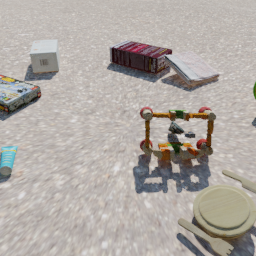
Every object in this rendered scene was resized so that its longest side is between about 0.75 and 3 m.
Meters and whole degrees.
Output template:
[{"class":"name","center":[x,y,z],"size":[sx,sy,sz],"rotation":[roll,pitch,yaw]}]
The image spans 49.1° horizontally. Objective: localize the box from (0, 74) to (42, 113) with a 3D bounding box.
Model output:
[{"class":"box","center":[-4.310,-1.250,9.789],"size":[2.093,0.417,1.433],"rotation":[19,39,25]}]

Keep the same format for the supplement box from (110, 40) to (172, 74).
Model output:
[{"class":"supplement box","center":[0.547,-3.158,12.289],"size":[2.451,0.746,1.334],"rotation":[21,39,30]}]

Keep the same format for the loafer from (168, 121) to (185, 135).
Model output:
[{"class":"loafer","center":[1.303,0.064,7.670],"size":[0.351,0.307,0.977],"rotation":[36,9,-6]}]

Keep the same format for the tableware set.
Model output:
[{"class":"tableware set","center":[2.408,1.939,5.075],"size":[1.746,0.529,2.641],"rotation":[-38,42,-26]}]

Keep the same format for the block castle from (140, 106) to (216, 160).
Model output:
[{"class":"block castle","center":[1.226,0.086,7.080],"size":[1.839,1.229,0.863],"rotation":[0,12,-1]}]

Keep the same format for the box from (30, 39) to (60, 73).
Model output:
[{"class":"box","center":[-3.580,-3.166,12.212],"size":[1.084,0.850,1.743],"rotation":[-6,35,-8]}]

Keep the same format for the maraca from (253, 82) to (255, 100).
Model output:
[{"class":"maraca","center":[4.798,-1.016,8.580],"size":[1.884,1.292,1.008],"rotation":[29,9,9]}]

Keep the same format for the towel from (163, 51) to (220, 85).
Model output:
[{"class":"towel","center":[2.535,-2.475,11.236],"size":[1.702,0.287,1.782],"rotation":[-17,54,-31]}]

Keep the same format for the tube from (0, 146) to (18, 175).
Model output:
[{"class":"tube","center":[-3.019,0.755,7.049],"size":[0.412,0.268,1.063],"rotation":[3,28,-19]}]
